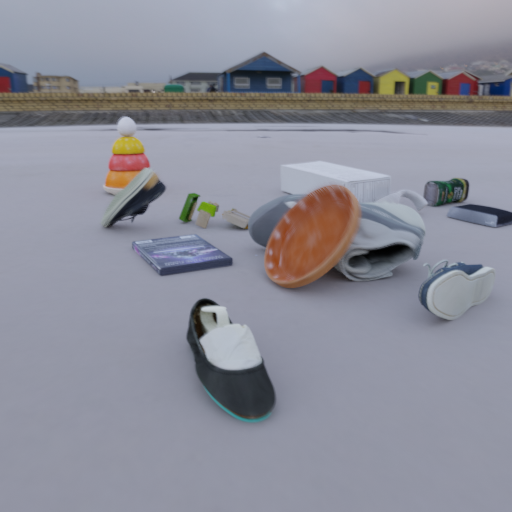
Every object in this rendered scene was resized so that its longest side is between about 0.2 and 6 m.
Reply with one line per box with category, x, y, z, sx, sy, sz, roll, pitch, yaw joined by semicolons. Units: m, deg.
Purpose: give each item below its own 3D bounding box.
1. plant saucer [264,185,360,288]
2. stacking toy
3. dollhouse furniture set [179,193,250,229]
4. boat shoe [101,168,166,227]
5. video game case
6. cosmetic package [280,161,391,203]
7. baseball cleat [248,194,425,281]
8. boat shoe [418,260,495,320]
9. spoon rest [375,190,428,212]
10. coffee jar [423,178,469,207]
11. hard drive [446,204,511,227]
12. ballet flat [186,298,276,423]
plant saucer;0.920;-0.302;9.180;0.310;1.919;1.919;38;-3;-29
stacking toy;-3.817;-3.003;16.785;1.634;2.237;1.634;0;18;0
dollhouse furniture set;-0.888;-0.837;13.058;1.744;0.673;0.872;23;14;10
boat shoe;-2.757;-1.150;12.388;2.139;0.666;0.798;-32;33;38
video game case;-1.445;-0.053;10.622;1.365;0.181;1.911;-8;20;-25
cosmetic package;2.120;-2.013;15.831;1.436;0.881;3.479;-8;19;-25
baseball cleat;1.214;-0.358;9.956;3.358;1.171;1.787;-2;29;24
boat shoe;2.810;0.417;8.101;0.605;0.732;1.955;17;23;42
spoon rest;3.396;-1.292;13.757;1.804;0.547;0.896;-9;-25;-33
coffee jar;5.238;-1.758;15.350;1.326;0.692;0.566;-11;22;-30
hard drive;5.420;-0.990;13.486;0.930;0.292;1.379;-11;20;-31
ballet flat;-0.384;1.011;6.174;0.704;0.708;2.071;-7;18;-22
